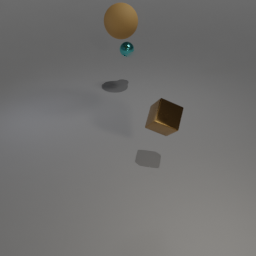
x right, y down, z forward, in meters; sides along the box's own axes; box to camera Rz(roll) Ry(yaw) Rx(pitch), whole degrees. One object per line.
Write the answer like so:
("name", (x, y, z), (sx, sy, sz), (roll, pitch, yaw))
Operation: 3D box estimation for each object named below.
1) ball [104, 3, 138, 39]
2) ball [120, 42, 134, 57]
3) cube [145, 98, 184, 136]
("ball", (-0.288, -4.348, 11.419), (1.400, 1.400, 1.400), (0, 32, 0))
("ball", (-0.054, -3.764, 13.393), (0.700, 0.700, 0.700), (0, 32, 0))
("cube", (0.969, -0.276, 7.555), (0.700, 0.700, 0.700), (21, 70, -13))
